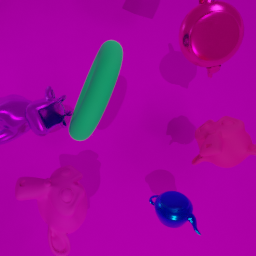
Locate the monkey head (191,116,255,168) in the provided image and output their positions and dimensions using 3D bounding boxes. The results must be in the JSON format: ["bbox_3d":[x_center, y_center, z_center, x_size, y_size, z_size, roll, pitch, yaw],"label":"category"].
[{"bbox_3d":[1.558,0.350,4.646,0.845,1.402,1.008,61,39,-18],"label":"monkey head"}]

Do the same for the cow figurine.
[{"bbox_3d":[-1.987,-0.301,5.494,1.608,0.897,1.635,-22,27,-13],"label":"cow figurine"}]

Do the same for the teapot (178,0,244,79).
[{"bbox_3d":[1.680,-1.898,5.842,1.294,2.081,1.019,-13,28,6],"label":"teapot"}]

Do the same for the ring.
[{"bbox_3d":[-0.607,-0.677,5.129,0.383,1.917,1.917,22,66,-14],"label":"ring"}]

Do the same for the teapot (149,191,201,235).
[{"bbox_3d":[0.954,1.722,5.734,1.266,0.620,0.787,23,35,33],"label":"teapot"}]

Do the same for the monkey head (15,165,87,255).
[{"bbox_3d":[-1.504,1.445,5.573,1.413,1.183,1.964,5,38,-20],"label":"monkey head"}]
